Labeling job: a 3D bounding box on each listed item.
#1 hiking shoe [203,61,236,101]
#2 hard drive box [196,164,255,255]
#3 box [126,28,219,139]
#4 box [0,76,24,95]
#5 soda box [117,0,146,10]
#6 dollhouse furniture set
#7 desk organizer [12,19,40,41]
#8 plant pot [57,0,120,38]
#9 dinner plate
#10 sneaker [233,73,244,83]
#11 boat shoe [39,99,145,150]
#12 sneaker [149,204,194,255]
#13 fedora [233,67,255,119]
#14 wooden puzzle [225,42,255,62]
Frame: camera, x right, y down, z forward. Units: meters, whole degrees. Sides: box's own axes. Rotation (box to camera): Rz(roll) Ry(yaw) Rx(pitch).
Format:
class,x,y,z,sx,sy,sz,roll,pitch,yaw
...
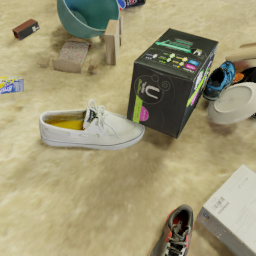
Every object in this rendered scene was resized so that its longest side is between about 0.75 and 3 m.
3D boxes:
class,x,y,z,sx,sy,sz,roll,pitch,yaw
hiking shoe,2.783,-1.523,8.220,0.629,0.733,1.690,24,57,21
hard drive box,2.766,2.017,5.992,1.562,0.770,2.005,-36,61,-24
box,1.222,-1.291,7.572,1.532,1.830,2.464,21,44,16
box,-3.131,-1.017,6.736,0.398,0.365,1.135,23,25,38
soda box,-0.689,-5.413,11.388,2.893,0.916,1.024,-19,70,-13
dollhouse furniture set,-1.584,-3.059,9.523,2.570,1.255,2.192,8,53,6
desk organizer,-3.867,-3.750,10.618,0.371,0.346,0.964,30,58,23
plant pot,-1.602,-4.079,9.921,2.192,1.476,2.192,12,69,-32
dinner plate,2.973,-0.764,7.866,1.651,0.200,1.651,-30,29,19
sneaker,3.168,-1.654,8.905,0.963,0.372,0.352,1,46,15
boat shoe,-0.919,-0.177,7.327,2.820,1.202,1.042,2,54,-4
sneaker,0.860,2.436,5.637,0.788,0.838,2.045,14,54,11
fedora,4.360,-1.319,8.288,2.464,1.125,2.464,0,53,0
wooden puzzle,4.217,-2.484,9.101,1.610,0.324,1.741,1,27,38
